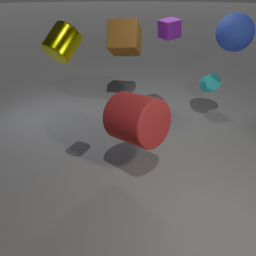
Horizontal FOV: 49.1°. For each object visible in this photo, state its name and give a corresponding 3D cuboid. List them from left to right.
[{"bbox_3d":[-1.503,-1.935,6.377,0.700,0.700,0.700,21,76,34],"label":"cylinder"},{"bbox_3d":[-0.162,-4.314,13.446,1.400,1.400,1.400,3,0,12],"label":"cube"},{"bbox_3d":[0.248,-0.243,7.863,1.400,1.400,1.400,18,32,42],"label":"cylinder"},{"bbox_3d":[1.663,-3.991,11.252,0.700,0.700,0.700,-21,36,-21],"label":"cube"},{"bbox_3d":[3.506,-1.916,11.991,0.700,0.700,0.700,-4,0,-8],"label":"cylinder"},{"bbox_3d":[4.016,-3.585,10.522,1.400,1.400,1.400,0,28,0],"label":"ball"}]
